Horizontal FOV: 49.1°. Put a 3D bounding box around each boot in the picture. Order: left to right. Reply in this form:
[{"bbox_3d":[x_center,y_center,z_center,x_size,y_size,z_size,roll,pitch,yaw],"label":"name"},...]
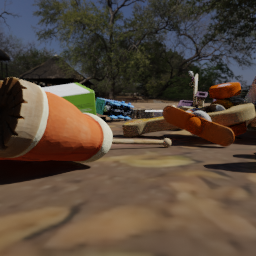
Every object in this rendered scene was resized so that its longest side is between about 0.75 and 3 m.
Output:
[{"bbox_3d":[-1.536,0.070,4.075,2.847,1.068,1.526,2,-10,44],"label":"boot"}]

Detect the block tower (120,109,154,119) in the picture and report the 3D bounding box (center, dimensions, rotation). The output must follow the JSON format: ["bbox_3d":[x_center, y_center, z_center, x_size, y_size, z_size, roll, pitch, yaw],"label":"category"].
[{"bbox_3d":[0.367,-0.621,12.175,1.547,0.447,0.418,1,6,-3],"label":"block tower"}]

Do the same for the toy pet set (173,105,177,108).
[{"bbox_3d":[2.215,-0.660,13.371,0.885,0.470,0.826,-9,45,-40],"label":"toy pet set"}]

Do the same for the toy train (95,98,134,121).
[{"bbox_3d":[-0.497,-0.741,10.817,0.968,0.735,1.695,21,11,33],"label":"toy train"}]

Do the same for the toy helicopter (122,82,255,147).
[{"bbox_3d":[1.224,-0.118,6.135,2.908,1.147,1.923,-9,12,17],"label":"toy helicopter"}]

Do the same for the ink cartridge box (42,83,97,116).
[{"bbox_3d":[-2.741,-0.813,9.947,2.696,1.021,1.992,-13,22,-24],"label":"ink cartridge box"}]

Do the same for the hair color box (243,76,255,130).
[{"bbox_3d":[3.533,-0.596,6.823,1.157,0.709,2.338,2,-16,13],"label":"hair color box"}]

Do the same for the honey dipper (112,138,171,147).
[{"bbox_3d":[0.056,0.261,4.980,1.485,0.282,0.282,3,5,-12],"label":"honey dipper"}]

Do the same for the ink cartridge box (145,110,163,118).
[{"bbox_3d":[1.274,-0.358,9.473,1.401,0.475,0.806,1,6,6],"label":"ink cartridge box"}]

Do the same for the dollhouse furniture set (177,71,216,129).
[{"bbox_3d":[1.950,-0.804,7.984,1.354,1.213,1.709,9,36,22],"label":"dollhouse furniture set"}]

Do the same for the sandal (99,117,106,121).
[{"bbox_3d":[-1.670,-0.484,11.062,1.612,0.386,0.606,0,6,-4],"label":"sandal"}]
